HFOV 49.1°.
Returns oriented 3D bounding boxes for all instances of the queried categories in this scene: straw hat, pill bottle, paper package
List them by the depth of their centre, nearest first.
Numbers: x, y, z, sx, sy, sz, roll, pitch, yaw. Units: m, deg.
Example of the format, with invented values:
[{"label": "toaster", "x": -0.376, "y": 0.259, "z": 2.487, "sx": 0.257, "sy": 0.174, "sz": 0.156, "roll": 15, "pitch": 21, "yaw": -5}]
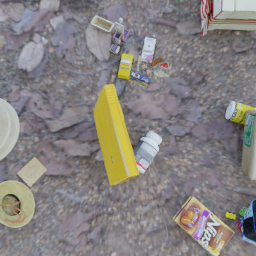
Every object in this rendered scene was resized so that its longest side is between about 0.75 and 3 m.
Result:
[{"label": "paper package", "x": 5.250, "y": 0.609, "z": 9.722, "sx": 2.263, "sy": 1.228, "sz": 2.374, "roll": 3, "pitch": 97, "yaw": 1}, {"label": "straw hat", "x": -4.133, "y": 2.740, "z": 9.762, "sx": 0.704, "sy": 1.664, "sz": 1.664, "roll": -37, "pitch": 75, "yaw": 34}, {"label": "pill bottle", "x": 0.623, "y": 0.859, "z": 10.233, "sx": 0.799, "sy": 0.799, "sz": 1.443, "roll": 33, "pitch": 78, "yaw": 8}, {"label": "pill bottle", "x": 4.456, "y": -0.495, "z": 10.618, "sx": 1.302, "sy": 0.725, "sz": 0.725, "roll": 17, "pitch": 76, "yaw": 4}]

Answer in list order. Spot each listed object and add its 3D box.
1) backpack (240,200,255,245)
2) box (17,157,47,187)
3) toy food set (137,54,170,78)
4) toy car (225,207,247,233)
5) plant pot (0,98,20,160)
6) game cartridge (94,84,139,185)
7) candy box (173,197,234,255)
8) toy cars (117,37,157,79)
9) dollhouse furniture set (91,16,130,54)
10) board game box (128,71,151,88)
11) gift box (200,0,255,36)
[{"label": "backpack", "x": 4.464, "y": 3.208, "z": 9.545, "sx": 1.212, "sy": 0.893, "sz": 1.328, "roll": 24, "pitch": 46, "yaw": -13}, {"label": "box", "x": -3.546, "y": 1.622, "z": 10.404, "sx": 0.713, "sy": 0.093, "sz": 0.872, "roll": 43, "pitch": 79, "yaw": 10}, {"label": "toy food set", "x": 0.794, "y": -1.910, "z": 8.571, "sx": 1.037, "sy": 0.163, "sz": 0.659, "roll": 11, "pitch": 104, "yaw": 10}, {"label": "toy car", "x": 3.966, "y": 3.142, "z": 9.951, "sx": 0.823, "sy": 0.195, "sz": 0.875, "roll": -41, "pitch": 84, "yaw": -13}, {"label": "plant pot", "x": -5.576, "y": -0.228, "z": 9.599, "sx": 2.811, "sy": 2.573, "sz": 2.811, "roll": 0, "pitch": 75, "yaw": 0}, {"label": "game cartridge", "x": -0.503, "y": 0.358, "z": 9.300, "sx": 0.465, "sy": 2.529, "sz": 2.869, "roll": -10, "pitch": 76, "yaw": -18}, {"label": "candy box", "x": 2.600, "y": 3.394, "z": 9.734, "sx": 1.824, "sy": 0.515, "sz": 1.064, "roll": 41, "pitch": 78, "yaw": 8}, {"label": "toy cars", "x": 0.381, "y": -2.916, "z": 11.356, "sx": 2.268, "sy": 0.502, "sz": 1.017, "roll": -38, "pitch": 79, "yaw": -9}, {"label": "dollhouse furniture set", "x": -0.885, "y": -4.030, "z": 11.306, "sx": 1.621, "sy": 1.150, "sz": 1.284, "roll": 27, "pitch": 77, "yaw": 7}, {"label": "board game box", "x": 0.392, "y": -1.674, "z": 9.788, "sx": 0.722, "sy": 1.066, "sz": 0.185, "roll": 24, "pitch": 90, "yaw": -3}, {"label": "gift box", "x": 4.122, "y": -5.096, "z": 10.924, "sx": 2.641, "sy": 2.828, "sz": 2.609, "roll": 1, "pitch": 88, "yaw": -4}]
